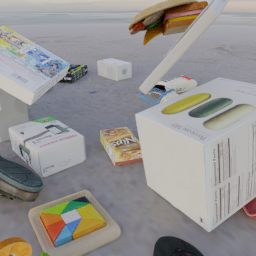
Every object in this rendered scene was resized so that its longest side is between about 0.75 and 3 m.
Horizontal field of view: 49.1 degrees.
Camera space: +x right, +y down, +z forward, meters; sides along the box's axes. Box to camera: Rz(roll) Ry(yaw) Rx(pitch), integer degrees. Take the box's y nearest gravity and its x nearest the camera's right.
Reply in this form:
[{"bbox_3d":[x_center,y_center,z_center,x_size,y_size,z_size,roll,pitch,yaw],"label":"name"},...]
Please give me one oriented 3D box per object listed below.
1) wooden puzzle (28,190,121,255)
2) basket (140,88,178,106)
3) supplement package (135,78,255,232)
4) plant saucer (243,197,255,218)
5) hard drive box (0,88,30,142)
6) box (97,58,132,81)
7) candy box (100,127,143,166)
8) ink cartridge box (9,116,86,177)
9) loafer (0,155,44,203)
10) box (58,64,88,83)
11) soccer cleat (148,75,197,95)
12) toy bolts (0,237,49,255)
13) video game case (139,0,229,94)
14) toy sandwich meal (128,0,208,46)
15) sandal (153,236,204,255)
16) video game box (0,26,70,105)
[{"bbox_3d":[-0.991,1.658,5.018,1.278,0.257,1.381,-14,29,-29],"label":"wooden puzzle"},{"bbox_3d":[1.175,-0.908,9.563,1.328,0.924,1.171,41,37,19],"label":"basket"},{"bbox_3d":[1.719,0.314,5.557,2.387,1.798,1.811,-25,30,-25],"label":"supplement package"},{"bbox_3d":[2.919,1.161,5.726,1.652,0.303,1.648,-13,25,3],"label":"plant saucer"},{"bbox_3d":[-3.929,-0.964,8.695,0.935,1.898,2.436,-17,29,-31],"label":"hard drive box"},{"bbox_3d":[-0.706,-3.031,14.424,1.000,0.784,1.608,-21,33,-37],"label":"box"},{"bbox_3d":[-0.174,0.449,7.437,0.813,0.389,1.408,-8,25,-18],"label":"candy box"},{"bbox_3d":[-2.057,0.399,7.151,1.257,0.724,1.723,-21,32,-38],"label":"ink cartridge box"},{"bbox_3d":[-2.826,1.051,5.973,2.612,0.822,0.939,21,1,31],"label":"loafer"},{"bbox_3d":[-3.411,-2.856,14.410,2.094,0.515,2.168,7,25,9],"label":"box"},{"bbox_3d":[1.812,-1.707,11.754,2.239,0.768,0.954,2,43,-5],"label":"soccer cleat"},{"bbox_3d":[-1.386,2.084,3.318,1.211,1.157,0.840,-35,45,-23],"label":"toy bolts"},{"bbox_3d":[1.102,-1.651,5.086,0.214,1.946,1.774,40,49,-5],"label":"video game case"},{"bbox_3d":[1.422,-3.701,9.953,2.868,0.982,2.868,-17,7,2],"label":"toy sandwich meal"},{"bbox_3d":[0.925,2.150,3.659,0.801,0.510,2.130,-6,26,-12],"label":"sandal"},{"bbox_3d":[-2.515,-1.479,6.298,1.872,0.438,1.706,30,38,-2],"label":"video game box"}]
